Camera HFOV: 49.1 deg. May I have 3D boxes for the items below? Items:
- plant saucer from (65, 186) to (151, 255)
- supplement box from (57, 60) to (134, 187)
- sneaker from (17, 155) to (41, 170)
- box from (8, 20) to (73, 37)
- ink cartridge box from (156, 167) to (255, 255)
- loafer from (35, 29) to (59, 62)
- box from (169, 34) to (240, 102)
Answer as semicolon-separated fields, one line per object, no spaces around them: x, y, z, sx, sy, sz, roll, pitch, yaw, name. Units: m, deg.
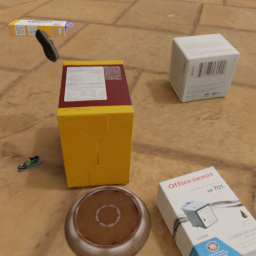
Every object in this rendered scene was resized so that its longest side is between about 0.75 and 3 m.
-0.576;2.575;7.986;2.491;0.400;2.491;-1;41;1;plant saucer
-1.034;-0.206;9.096;1.981;2.942;2.983;-2;41;-7;supplement box
-3.411;1.174;9.597;0.810;0.336;0.287;-27;47;-27;sneaker
-2.641;-3.103;8.724;1.832;0.380;1.090;1;28;-9;box
2.118;2.487;7.563;1.861;1.092;2.542;-14;45;-15;ink cartridge box
-2.098;-2.236;7.533;0.358;0.368;1.008;-21;80;-52;loafer
3.218;-2.678;12.455;2.280;2.291;1.963;-9;45;-9;box
